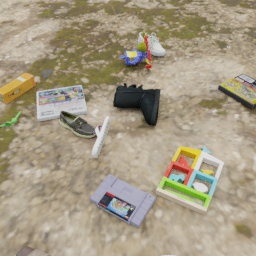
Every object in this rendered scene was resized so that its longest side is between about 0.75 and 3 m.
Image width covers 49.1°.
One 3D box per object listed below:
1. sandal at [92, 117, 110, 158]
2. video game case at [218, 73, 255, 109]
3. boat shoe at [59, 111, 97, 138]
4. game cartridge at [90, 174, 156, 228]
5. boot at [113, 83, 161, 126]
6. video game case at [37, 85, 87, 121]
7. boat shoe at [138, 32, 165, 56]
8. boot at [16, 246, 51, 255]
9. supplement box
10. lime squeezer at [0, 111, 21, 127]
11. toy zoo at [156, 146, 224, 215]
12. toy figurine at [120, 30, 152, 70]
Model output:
[{"bbox_3d":[-1.074,0.243,10.320,0.468,0.774,1.903,14,47,4],"label":"sandal"},{"bbox_3d":[5.393,-1.717,12.687,1.727,0.244,1.911,-26,48,-25],"label":"video game case"},{"bbox_3d":[-1.989,-0.170,10.903,1.761,0.579,0.629,23,49,22],"label":"boat shoe"},{"bbox_3d":[-0.169,2.221,8.676,1.751,0.336,1.135,23,44,21],"label":"game cartridge"},{"bbox_3d":[0.333,-0.995,11.572,1.907,0.861,2.328,5,42,6],"label":"boot"},{"bbox_3d":[-2.891,-1.107,12.123,2.037,0.234,1.856,-10,45,-9],"label":"video game case"},{"bbox_3d":[1.300,-4.729,15.333,0.786,0.907,2.127,-23,49,-21],"label":"boat shoe"},{"bbox_3d":[-2.553,3.866,6.764,1.399,0.672,1.914,33,58,21],"label":"boot"},{"bbox_3d":[-5.007,-1.800,12.584,0.590,0.571,1.715,23,48,22],"label":"supplement box"},{"bbox_3d":[-4.758,-0.270,11.227,1.212,0.229,0.428,-37,65,-22],"label":"lime squeezer"},{"bbox_3d":[2.177,1.523,9.389,1.646,0.257,2.508,20,47,19],"label":"toy zoo"},{"bbox_3d":[0.293,-3.908,14.297,1.504,1.324,2.511,-8,44,-1],"label":"toy figurine"}]
